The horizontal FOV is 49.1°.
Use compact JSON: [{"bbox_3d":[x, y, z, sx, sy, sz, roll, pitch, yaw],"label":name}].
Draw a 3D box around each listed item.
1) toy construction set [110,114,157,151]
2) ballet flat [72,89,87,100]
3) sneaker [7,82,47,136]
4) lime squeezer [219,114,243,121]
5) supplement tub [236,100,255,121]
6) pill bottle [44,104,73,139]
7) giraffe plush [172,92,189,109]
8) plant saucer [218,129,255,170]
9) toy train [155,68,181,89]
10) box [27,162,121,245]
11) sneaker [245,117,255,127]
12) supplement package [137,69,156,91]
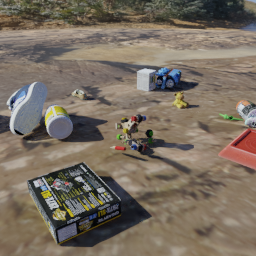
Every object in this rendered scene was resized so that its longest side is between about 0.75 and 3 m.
[{"bbox_3d":[-0.049,0.261,9.714,1.194,1.296,1.554,0,26,46],"label":"toy construction set"},{"bbox_3d":[-2.534,-1.803,14.644,1.231,0.402,0.434,22,34,40],"label":"ballet flat"},{"bbox_3d":[-4.347,-0.656,11.377,1.861,1.024,2.542,-14,50,39],"label":"sneaker"},{"bbox_3d":[4.379,-0.446,12.090,1.064,0.201,0.376,19,1,37],"label":"lime squeezer"},{"bbox_3d":[5.132,-0.703,11.887,0.755,0.755,1.232,-1,25,-3],"label":"supplement tub"},{"bbox_3d":[-2.733,-0.311,10.840,0.933,0.933,1.660,-9,27,-18],"label":"pill bottle"},{"bbox_3d":[2.498,-1.378,13.425,0.821,0.666,0.709,18,30,33],"label":"giraffe plush"},{"bbox_3d":[4.537,0.706,9.306,2.249,0.414,2.253,21,31,37],"label":"plant saucer"},{"bbox_3d":[2.368,-2.927,16.477,1.246,0.946,2.182,15,28,16],"label":"toy train"},{"bbox_3d":[-1.395,1.724,7.020,1.663,0.514,2.083,-18,30,-30],"label":"box"},{"bbox_3d":[5.259,-0.128,11.064,1.060,0.412,0.741,-2,24,-4],"label":"sneaker"},{"bbox_3d":[1.051,-2.720,15.838,0.784,1.040,0.790,16,30,31],"label":"supplement package"}]
